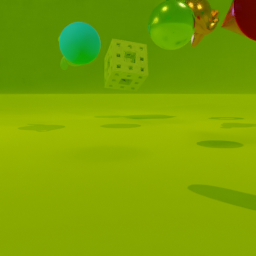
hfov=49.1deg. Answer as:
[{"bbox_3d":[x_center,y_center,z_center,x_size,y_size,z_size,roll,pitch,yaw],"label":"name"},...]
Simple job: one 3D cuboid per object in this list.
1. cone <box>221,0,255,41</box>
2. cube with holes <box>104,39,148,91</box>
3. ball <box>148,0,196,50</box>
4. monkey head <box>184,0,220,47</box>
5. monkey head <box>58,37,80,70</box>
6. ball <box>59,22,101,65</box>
[{"bbox_3d":[2.459,-2.415,6.190,1.280,1.280,1.285,-2,4,-17],"label":"cone"},{"bbox_3d":[-0.110,-2.448,11.146,1.382,1.382,1.382,4,-20,-17],"label":"cube with holes"},{"bbox_3d":[0.791,-1.864,5.090,0.856,0.856,0.856,0,8,0],"label":"ball"},{"bbox_3d":[1.906,-3.060,8.101,1.102,1.828,1.315,19,-36,-11],"label":"monkey head"},{"bbox_3d":[-2.104,-3.069,10.854,1.758,1.264,1.059,-43,30,-5],"label":"monkey head"},{"bbox_3d":[-1.369,-2.408,8.011,1.162,1.162,1.162,0,8,0],"label":"ball"}]
